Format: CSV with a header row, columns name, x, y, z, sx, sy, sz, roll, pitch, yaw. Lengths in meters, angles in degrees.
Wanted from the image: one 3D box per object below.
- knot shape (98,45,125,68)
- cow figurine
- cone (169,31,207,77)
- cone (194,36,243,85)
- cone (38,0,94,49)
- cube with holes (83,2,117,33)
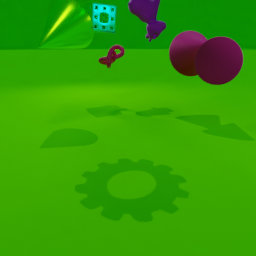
name,x,y,z,sx,sy,sz,roll,pitch,yaw
knot shape,-0.656,-2.692,10.702,1.104,0.510,1.033,-36,19,22
cow figurine,0.696,-4.238,10.618,1.659,1.633,0.911,15,-6,-23
cone,2.299,-2.502,8.958,1.558,1.558,1.563,-3,6,-10
cone,2.828,-1.984,8.429,1.330,1.330,1.335,9,14,27
cone,-1.934,-2.487,7.506,1.492,1.492,1.498,9,44,26
cube with holes,-1.093,-4.173,10.694,0.980,0.980,0.980,-4,19,-27
